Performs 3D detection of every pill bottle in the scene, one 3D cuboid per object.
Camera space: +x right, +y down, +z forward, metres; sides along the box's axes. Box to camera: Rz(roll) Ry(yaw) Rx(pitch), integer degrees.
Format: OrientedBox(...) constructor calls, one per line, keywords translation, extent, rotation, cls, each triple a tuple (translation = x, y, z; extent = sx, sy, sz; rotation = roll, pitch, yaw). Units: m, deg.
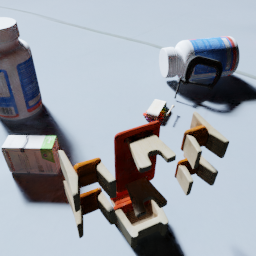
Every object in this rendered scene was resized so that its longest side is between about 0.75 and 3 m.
OrientedBox(translation=(-3.796, -1.857, 8.916), extent=(1.639, 2.921, 1.639), rotation=(1, 38, 0), cls="pill bottle")
OrientedBox(translation=(2.738, -2.705, 11.042), extent=(2.809, 1.577, 1.577), rotation=(-8, 40, -10), cls="pill bottle")

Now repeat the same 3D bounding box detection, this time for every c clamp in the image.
OrientedBox(translation=(2.633, -1.830, 10.319), extent=(1.881, 1.607, 0.255), rotation=(0, 23, -23), cls="c clamp")

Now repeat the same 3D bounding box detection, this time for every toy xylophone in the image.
OrientedBox(translation=(1.060, -0.595, 9.458), extent=(0.836, 0.287, 1.142), rotation=(22, 44, 24), cls="toy xylophone")

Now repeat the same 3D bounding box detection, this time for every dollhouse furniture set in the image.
OrientedBox(translation=(0.157, 1.010, 5.524), extent=(2.767, 2.737, 1.425), rotation=(-16, 44, -19), cls="dollhouse furniture set")

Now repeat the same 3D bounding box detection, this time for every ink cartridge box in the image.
OrientedBox(translation=(-2.485, 0.699, 7.336), extent=(1.290, 0.939, 0.542), rotation=(2, 39, 2), cls="ink cartridge box")
